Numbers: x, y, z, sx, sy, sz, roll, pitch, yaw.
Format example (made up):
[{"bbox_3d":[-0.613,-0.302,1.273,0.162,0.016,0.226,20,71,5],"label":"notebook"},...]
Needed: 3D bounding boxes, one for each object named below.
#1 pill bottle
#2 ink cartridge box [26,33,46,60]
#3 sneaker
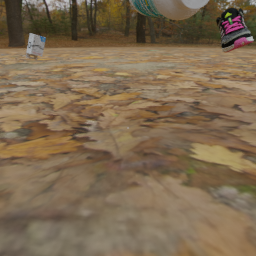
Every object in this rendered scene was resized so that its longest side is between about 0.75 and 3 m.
[{"bbox_3d":[0.953,-3.257,6.526,1.326,1.326,2.394,-7,25,-18],"label":"pill bottle"},{"bbox_3d":[-3.203,-2.791,9.730,0.281,0.842,0.488,24,15,34],"label":"ink cartridge box"},{"bbox_3d":[2.843,-2.752,7.668,0.801,0.950,2.172,-17,23,24],"label":"sneaker"}]
